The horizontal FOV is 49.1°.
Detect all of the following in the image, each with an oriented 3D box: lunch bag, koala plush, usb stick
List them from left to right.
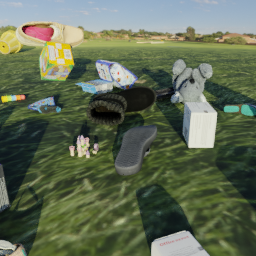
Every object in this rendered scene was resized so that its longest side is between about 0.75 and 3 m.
[{"bbox_3d":[-4.256,-1.147,13.622,1.106,0.520,0.832,1,21,30],"label":"lunch bag"},{"bbox_3d":[-0.843,-3.326,17.118,2.141,1.326,1.820,35,-3,-38],"label":"lunch bag"},{"bbox_3d":[2.026,-1.899,15.539,2.887,0.471,0.801,-16,33,-37],"label":"usb stick"},{"bbox_3d":[3.152,-1.936,14.241,2.064,2.139,2.327,8,42,1],"label":"koala plush"}]

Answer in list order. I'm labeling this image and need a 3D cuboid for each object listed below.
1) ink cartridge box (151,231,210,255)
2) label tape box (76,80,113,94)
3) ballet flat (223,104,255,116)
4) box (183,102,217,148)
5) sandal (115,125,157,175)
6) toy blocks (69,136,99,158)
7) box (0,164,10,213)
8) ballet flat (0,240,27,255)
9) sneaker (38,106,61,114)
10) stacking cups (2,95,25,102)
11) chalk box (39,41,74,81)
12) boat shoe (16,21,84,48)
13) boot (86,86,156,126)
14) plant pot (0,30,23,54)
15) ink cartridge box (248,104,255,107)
[{"bbox_3d":[0.937,2.255,4.600,0.753,0.439,1.034,-8,23,-20],"label":"ink cartridge box"},{"bbox_3d":[-2.009,-2.418,16.718,1.311,0.605,1.829,17,28,38],"label":"label tape box"},{"bbox_3d":[5.166,-0.896,12.821,1.520,0.517,0.520,11,22,27],"label":"ballet flat"},{"bbox_3d":[2.439,-0.130,9.684,0.840,1.284,1.278,0,21,1],"label":"box"},{"bbox_3d":[0.242,0.672,8.810,1.021,0.575,2.684,1,29,22],"label":"sandal"},{"bbox_3d":[-1.394,0.508,8.931,0.754,0.634,0.704,6,21,16],"label":"toy blocks"},{"bbox_3d":[-3.667,1.519,5.546,1.301,1.129,2.129,10,23,25],"label":"box"},{"bbox_3d":[-2.431,2.142,4.862,1.374,0.462,0.468,0,20,0],"label":"ballet flat"},{"bbox_3d":[-3.651,-0.851,13.004,1.026,0.376,0.420,2,9,-16],"label":"sneaker"},{"bbox_3d":[-6.110,-1.583,14.962,1.129,0.341,0.341,-9,22,-31],"label":"stacking cups"},{"bbox_3d":[-3.154,-2.729,12.022,1.087,1.093,1.756,-3,-19,-31],"label":"chalk box"},{"bbox_3d":[-3.146,-3.899,11.713,2.848,1.050,0.985,-9,5,-24],"label":"boat shoe"},{"bbox_3d":[-0.172,-0.968,11.964,3.094,1.164,2.313,-11,14,0],"label":"boot"},{"bbox_3d":[-15.669,-11.038,36.765,2.831,2.831,2.664,4,35,10],"label":"plant pot"},{"bbox_3d":[5.746,-0.866,13.039,0.503,0.290,0.868,-16,26,-36],"label":"ink cartridge box"}]
